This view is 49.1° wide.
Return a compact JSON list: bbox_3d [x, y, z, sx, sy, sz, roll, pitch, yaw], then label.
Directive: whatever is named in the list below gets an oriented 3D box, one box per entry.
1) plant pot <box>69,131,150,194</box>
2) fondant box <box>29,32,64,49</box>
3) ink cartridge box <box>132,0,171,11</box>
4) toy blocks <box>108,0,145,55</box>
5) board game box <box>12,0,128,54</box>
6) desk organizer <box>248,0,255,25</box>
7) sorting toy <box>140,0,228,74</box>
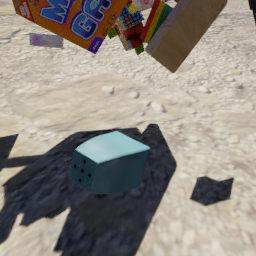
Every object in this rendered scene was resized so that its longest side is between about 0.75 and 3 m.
[{"bbox_3d":[-0.320,0.545,4.164,0.719,0.719,1.017,26,20,33],"label":"plant pot"},{"bbox_3d":[-2.334,-2.513,8.087,0.901,0.364,1.249,1,14,-15],"label":"fondant box"},{"bbox_3d":[1.059,-4.912,8.779,2.357,1.704,0.993,-25,34,-11],"label":"ink cartridge box"},{"bbox_3d":[-0.054,-2.957,7.586,1.048,2.098,1.434,-29,16,-5],"label":"toy blocks"},{"bbox_3d":[-0.811,-2.045,3.972,1.217,1.217,1.218,20,26,-38],"label":"board game box"},{"bbox_3d":[3.603,-3.247,7.682,0.414,1.154,0.444,-10,-12,17],"label":"desk organizer"},{"bbox_3d":[1.426,-2.970,7.529,0.906,2.587,2.603,41,14,16],"label":"sorting toy"}]
